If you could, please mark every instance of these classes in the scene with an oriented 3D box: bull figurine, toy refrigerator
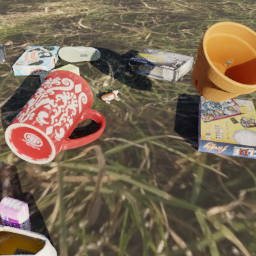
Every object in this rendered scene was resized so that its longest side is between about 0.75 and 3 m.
[{"bbox_3d":[-0.672,-1.275,11.401,0.866,0.282,0.526,-26,42,-33],"label":"bull figurine"},{"bbox_3d":[-3.073,-2.364,12.716,0.644,0.594,1.697,27,43,33],"label":"toy refrigerator"}]

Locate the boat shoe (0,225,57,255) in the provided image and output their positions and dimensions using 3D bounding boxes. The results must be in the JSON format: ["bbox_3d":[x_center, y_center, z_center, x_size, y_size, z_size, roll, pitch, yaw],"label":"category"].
[{"bbox_3d":[-2.760,2.275,5.597,2.743,0.958,0.972,9,36,13],"label":"boat shoe"}]

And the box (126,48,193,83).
[{"bbox_3d":[1.556,-3.150,13.810,2.677,0.647,2.120,21,40,27],"label":"box"}]

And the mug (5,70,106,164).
[{"bbox_3d":[-2.129,-0.352,8.743,2.479,1.863,2.793,6,38,12],"label":"mug"}]

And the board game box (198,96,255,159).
[{"bbox_3d":[3.398,-0.140,9.549,1.924,0.491,2.840,7,35,10],"label":"board game box"}]

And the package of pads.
[{"bbox_3d":[-2.450,1.962,6.109,0.551,0.914,0.346,16,33,15],"label":"package of pads"}]

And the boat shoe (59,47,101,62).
[{"bbox_3d":[-2.562,-3.965,15.042,2.203,0.768,0.784,2,22,-2],"label":"boat shoe"}]

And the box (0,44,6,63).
[{"bbox_3d":[-7.182,-3.964,15.006,1.107,0.661,1.126,-12,37,-16],"label":"box"}]

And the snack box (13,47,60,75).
[{"bbox_3d":[-4.612,-3.503,14.435,1.667,0.532,2.869,0,34,-1],"label":"snack box"}]

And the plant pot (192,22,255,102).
[{"bbox_3d":[2.727,-1.683,7.867,2.061,1.442,2.061,5,67,-12],"label":"plant pot"}]
